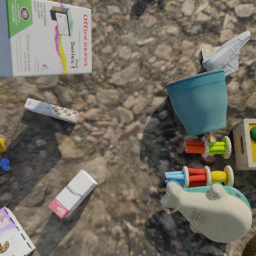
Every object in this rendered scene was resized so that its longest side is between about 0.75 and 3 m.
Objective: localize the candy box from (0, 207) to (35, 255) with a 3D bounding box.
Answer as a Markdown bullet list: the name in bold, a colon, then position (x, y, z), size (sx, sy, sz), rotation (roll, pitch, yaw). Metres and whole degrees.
- **candy box**: position (-4.363, 3.943, 9.647), size (1.511, 0.644, 1.801), rotation (-36, 79, -18)

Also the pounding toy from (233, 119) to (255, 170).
- **pounding toy**: position (5.502, 0.964, 10.109), size (2.804, 1.283, 2.463), rotation (-1, 77, 0)

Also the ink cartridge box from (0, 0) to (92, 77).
- **ink cartridge box**: position (-2.477, -2.639, 8.377), size (1.201, 2.861, 2.072), rotation (13, 109, 37)

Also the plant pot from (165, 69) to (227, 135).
- **plant pot**: position (2.660, -0.863, 10.233), size (2.148, 2.148, 2.018), rotation (-15, 92, -3)

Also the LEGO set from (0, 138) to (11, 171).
- **LEGO set**: position (-4.948, 0.936, 10.330), size (0.805, 0.867, 2.112), rotation (-18, 78, -5)

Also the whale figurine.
- **whale figurine**: position (2.675, 2.591, 9.612), size (2.949, 2.346, 1.530), rotation (20, 35, 12)

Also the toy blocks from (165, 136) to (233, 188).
- **toy blocks**: position (2.524, 1.250, 10.271), size (2.336, 0.848, 1.947), rotation (0, 78, 0)

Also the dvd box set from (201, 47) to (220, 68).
- **dvd box set**: position (3.620, -2.948, 11.584), size (1.090, 0.160, 0.798), rotation (-8, 77, -2)

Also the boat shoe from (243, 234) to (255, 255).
- **boat shoe**: position (4.361, 4.625, 9.636), size (0.638, 0.711, 1.922), rotation (30, 79, -7)

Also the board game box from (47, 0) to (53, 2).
- **board game box**: position (-4.587, -5.903, 12.013), size (2.694, 0.641, 1.369), rotation (10, 77, 2)

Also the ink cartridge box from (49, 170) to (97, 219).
- **ink cartridge box**: position (-1.880, 2.319, 9.851), size (0.662, 1.171, 1.599), rotation (41, 80, 9)

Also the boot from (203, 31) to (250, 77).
- **boot**: position (4.135, -2.826, 11.249), size (2.286, 0.841, 1.093), rotation (-37, 102, -2)

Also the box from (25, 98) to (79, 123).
- **box**: position (-2.952, -0.663, 10.931), size (2.070, 0.429, 0.400), rotation (16, 77, 3)
